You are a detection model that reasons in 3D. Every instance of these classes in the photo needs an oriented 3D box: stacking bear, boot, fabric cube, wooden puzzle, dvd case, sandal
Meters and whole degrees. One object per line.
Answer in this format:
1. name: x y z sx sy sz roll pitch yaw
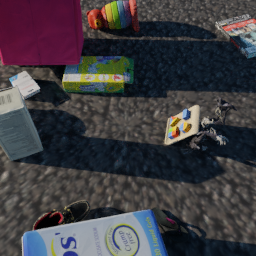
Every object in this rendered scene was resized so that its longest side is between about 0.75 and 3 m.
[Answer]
1. stacking bear: -0.702 -4.988 12.550 2.207 1.340 1.255 -9 49 2
2. boot: -1.666 2.290 7.129 1.512 1.139 0.553 -23 74 -13
3. fabric cube: -3.261 -4.270 10.462 2.914 2.905 2.859 -2 38 -3
4. wooden puzzle: 1.711 -0.128 9.037 0.290 1.251 1.159 37 49 -28
5. dvd case: 5.315 -4.147 12.440 1.819 0.274 2.492 -19 55 -13
6. sandal: 1.075 2.594 7.480 1.234 0.295 0.464 34 61 22

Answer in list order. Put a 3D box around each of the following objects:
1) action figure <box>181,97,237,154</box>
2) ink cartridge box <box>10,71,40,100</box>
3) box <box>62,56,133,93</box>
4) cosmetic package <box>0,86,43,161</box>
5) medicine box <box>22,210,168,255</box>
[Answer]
1. action figure: 2.571 0.117 8.683 1.038 2.034 1.209 33 14 -6
2. ink cartridge box: -3.792 -1.532 10.436 0.693 0.399 1.196 -33 60 -22
3. box: -1.076 -2.073 10.716 2.581 0.624 1.514 0 53 3
4. cosmetic package: -3.383 -0.075 8.303 1.102 2.132 0.930 -19 55 -16
5. medicine box: -0.578 3.411 5.811 2.894 1.490 2.636 -4 53 -20
